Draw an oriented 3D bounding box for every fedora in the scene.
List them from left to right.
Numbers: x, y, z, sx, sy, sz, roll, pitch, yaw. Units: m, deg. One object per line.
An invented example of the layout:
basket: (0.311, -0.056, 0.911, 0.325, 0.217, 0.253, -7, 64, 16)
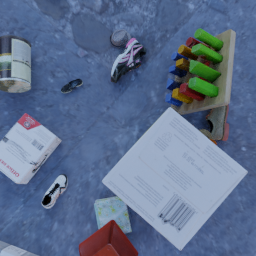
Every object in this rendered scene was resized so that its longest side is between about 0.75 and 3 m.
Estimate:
fedora: (-0.337, -3.823, 11.715, 0.932, 0.421, 0.824, -32, 79, -7)

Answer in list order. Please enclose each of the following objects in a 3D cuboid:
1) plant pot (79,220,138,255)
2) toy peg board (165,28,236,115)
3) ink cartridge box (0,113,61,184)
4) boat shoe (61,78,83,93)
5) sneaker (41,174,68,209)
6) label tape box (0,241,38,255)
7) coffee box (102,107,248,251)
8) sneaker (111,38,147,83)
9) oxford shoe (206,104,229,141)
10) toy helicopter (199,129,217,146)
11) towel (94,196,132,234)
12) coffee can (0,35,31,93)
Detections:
plant pot: (-0.663, 4.250, 9.178, 1.553, 1.369, 1.552, -37, 89, -3)
toy peg board: (2.224, -2.038, 10.003, 1.305, 2.658, 2.669, 18, 75, -29)
ink cartridge box: (-3.796, 0.786, 10.399, 1.562, 0.882, 2.128, 36, 80, 8)
boat shoe: (-2.282, -1.723, 11.278, 0.957, 0.317, 0.358, -23, 78, -5)
sneaker: (-2.661, 2.312, 10.229, 0.512, 0.556, 1.389, 27, 77, 7)
label tape box: (-3.861, 5.258, 9.336, 2.898, 0.958, 2.076, 19, 78, 6)
coffee box: (1.296, 1.469, 9.014, 2.873, 2.845, 2.877, 41, 86, 4)
sneaker: (0.059, -2.643, 11.247, 0.892, 0.830, 2.066, 30, 80, 5)
oxford shoe: (3.415, -0.565, 10.801, 0.785, 0.740, 2.100, 0, 77, 3)
toy helicopter: (2.357, 0.686, 10.575, 1.766, 0.697, 1.168, -38, 86, 4)
towel: (-0.559, 3.186, 10.135, 1.158, 0.326, 1.353, -11, 77, -2)
coffee can: (-4.470, -2.458, 10.921, 1.333, 1.333, 1.821, -5, 77, -1)
